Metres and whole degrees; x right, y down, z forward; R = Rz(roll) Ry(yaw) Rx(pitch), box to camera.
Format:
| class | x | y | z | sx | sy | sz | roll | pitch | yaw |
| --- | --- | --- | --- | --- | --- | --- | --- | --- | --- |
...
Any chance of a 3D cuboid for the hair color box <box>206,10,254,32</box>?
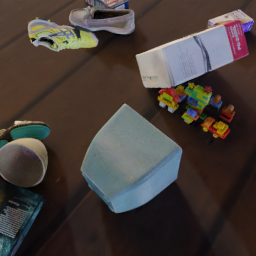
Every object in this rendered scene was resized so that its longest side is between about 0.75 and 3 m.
| class | x | y | z | sx | sy | sz | roll | pitch | yaw |
| --- | --- | --- | --- | --- | --- | --- | --- | --- | --- |
| hair color box | 4.238 | -4.286 | 11.675 | 1.665 | 0.539 | 0.910 | -25 | 59 | -15 |

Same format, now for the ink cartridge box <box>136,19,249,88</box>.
| class | x | y | z | sx | sy | sz | roll | pitch | yaw |
| --- | --- | --- | --- | --- | --- | --- | --- | --- | --- |
| ink cartridge box | 2.010 | -2.387 | 9.248 | 2.915 | 1.215 | 2.117 | -23 | 14 | -17 |

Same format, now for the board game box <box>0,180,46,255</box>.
| class | x | y | z | sx | sy | sz | roll | pitch | yaw |
| --- | --- | --- | --- | --- | --- | --- | --- | --- | --- |
| board game box | -3.651 | 2.117 | 7.169 | 2.497 | 0.352 | 1.689 | 17 | 56 | 12 |

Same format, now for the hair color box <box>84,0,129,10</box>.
| class | x | y | z | sx | sy | sz | roll | pitch | yaw |
| --- | --- | --- | --- | --- | --- | --- | --- | --- | --- |
| hair color box | -1.018 | -5.795 | 12.691 | 1.055 | 0.638 | 2.109 | -34 | 61 | -22 |

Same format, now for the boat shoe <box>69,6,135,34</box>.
| class | x | y | z | sx | sy | sz | roll | pitch | yaw |
| --- | --- | --- | --- | --- | --- | --- | --- | --- | --- |
| boat shoe | -1.103 | -4.633 | 11.681 | 2.836 | 0.909 | 1.045 | 14 | 55 | 10 |

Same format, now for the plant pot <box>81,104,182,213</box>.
| class | x | y | z | sx | sy | sz | roll | pitch | yaw |
| --- | --- | --- | --- | --- | --- | --- | --- | --- | --- |
| plant pot | -0.049 | 0.987 | 7.112 | 1.945 | 1.904 | 1.909 | -41 | 64 | -19 |

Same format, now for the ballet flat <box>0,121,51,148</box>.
| class | x | y | z | sx | sy | sz | roll | pitch | yaw |
| --- | --- | --- | --- | --- | --- | --- | --- | --- | --- |
| ballet flat | -3.514 | 0.260 | 8.320 | 2.328 | 0.790 | 0.876 | -27 | 43 | -15 |

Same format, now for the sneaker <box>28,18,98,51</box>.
| class | x | y | z | sx | sy | sz | roll | pitch | yaw |
| --- | --- | --- | --- | --- | --- | --- | --- | --- | --- |
| sneaker | -1.900 | -2.592 | 8.304 | 2.038 | 0.768 | 0.779 | 3 | 67 | -18 |

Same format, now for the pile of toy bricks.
| class | x | y | z | sx | sy | sz | roll | pitch | yaw |
| --- | --- | --- | --- | --- | --- | --- | --- | --- | --- |
| pile of toy bricks | 2.258 | -0.860 | 8.779 | 2.450 | 1.210 | 1.359 | 34 | 61 | 22 |

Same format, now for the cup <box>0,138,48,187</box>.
| class | x | y | z | sx | sy | sz | roll | pitch | yaw |
| --- | --- | --- | --- | --- | --- | --- | --- | --- | --- |
| cup | -2.746 | 0.800 | 7.675 | 1.327 | 1.327 | 0.949 | 6 | 25 | 5 |
